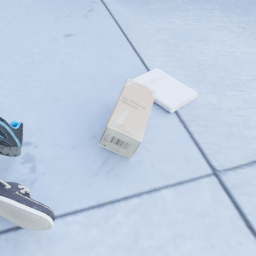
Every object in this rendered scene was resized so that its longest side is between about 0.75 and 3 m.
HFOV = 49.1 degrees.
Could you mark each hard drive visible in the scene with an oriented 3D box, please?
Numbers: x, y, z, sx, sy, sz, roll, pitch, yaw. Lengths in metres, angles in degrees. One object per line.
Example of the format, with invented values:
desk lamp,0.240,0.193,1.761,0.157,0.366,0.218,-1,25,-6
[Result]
hard drive,1.283,-1.413,10.189,1.379,0.265,2.091,-30,52,-27

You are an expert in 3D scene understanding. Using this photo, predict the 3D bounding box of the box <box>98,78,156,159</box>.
box,0.032,-0.355,8.483,1.102,0.902,2.320,23,47,-6

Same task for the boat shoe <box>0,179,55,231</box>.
boat shoe,-2.833,1.649,6.613,2.751,1.016,0.830,8,40,20

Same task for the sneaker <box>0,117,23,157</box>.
sneaker,-3.594,0.141,6.945,0.898,2.454,1.005,12,88,19
